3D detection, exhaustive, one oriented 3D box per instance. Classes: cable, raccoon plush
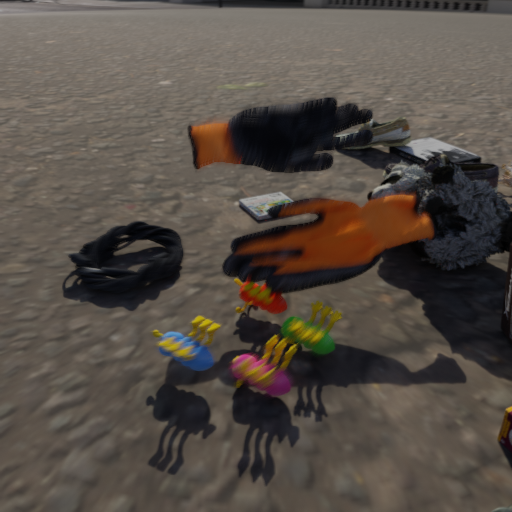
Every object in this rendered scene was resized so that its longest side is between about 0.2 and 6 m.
[{"bbox_3d":[-1.756,-0.030,8.114,1.676,0.426,1.367,-22,36,-35],"label":"cable"},{"bbox_3d":[3.144,-0.492,8.714,2.880,1.394,1.930,26,13,-10],"label":"raccoon plush"}]

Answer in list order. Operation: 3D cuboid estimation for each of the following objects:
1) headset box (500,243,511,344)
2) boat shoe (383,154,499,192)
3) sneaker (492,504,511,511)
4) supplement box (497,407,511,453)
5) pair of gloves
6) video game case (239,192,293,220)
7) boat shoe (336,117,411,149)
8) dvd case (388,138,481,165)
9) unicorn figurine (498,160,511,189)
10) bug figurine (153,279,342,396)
[{"bbox_3d":[3.938,0.861,5.054,2.368,1.195,3.186,0,18,6],"label":"headset box"},{"bbox_3d":[3.514,-1.599,10.677,2.136,0.692,0.768,14,32,24],"label":"boat shoe"},{"bbox_3d":[1.025,2.173,3.407,3.049,1.166,1.747,11,29,14],"label":"sneaker"},{"bbox_3d":[2.561,1.699,4.991,0.307,0.396,0.717,-13,31,-22],"label":"supplement box"},{"bbox_3d":[0.634,-0.955,7.616,2.748,0.381,3.084,-14,59,-9],"label":"pair of gloves"},{"bbox_3d":[0.248,-0.899,10.036,0.876,0.096,0.798,-13,31,-23],"label":"video game case"},{"bbox_3d":[2.628,-2.820,12.801,1.756,0.601,0.656,-1,27,24],"label":"boat shoe"},{"bbox_3d":[3.917,-2.254,12.379,1.220,0.201,1.623,-13,30,-22],"label":"dvd case"},{"bbox_3d":[5.284,-1.507,10.784,1.044,0.561,1.519,31,55,28],"label":"unicorn figurine"},{"bbox_3d":[-0.044,0.890,6.327,1.620,0.538,2.089,24,34,29],"label":"bug figurine"}]
